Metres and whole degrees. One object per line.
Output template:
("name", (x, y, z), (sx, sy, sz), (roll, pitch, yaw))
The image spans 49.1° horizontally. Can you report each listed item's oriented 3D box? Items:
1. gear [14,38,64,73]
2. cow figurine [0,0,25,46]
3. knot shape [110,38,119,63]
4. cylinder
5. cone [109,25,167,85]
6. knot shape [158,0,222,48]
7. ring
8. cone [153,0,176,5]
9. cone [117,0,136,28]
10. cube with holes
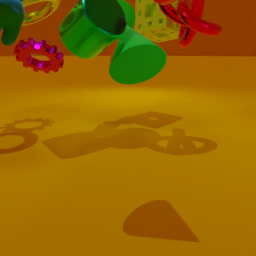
("gear", (-2.852, -2.295, 9.048), (1.517, 0.281, 1.517), (4, -21, 2))
("cow figurine", (-2.658, -2.784, 5.864), (1.744, 1.716, 0.957), (35, 9, 33))
("knot shape", (-0.051, -2.408, 9.366), (0.692, 1.402, 1.498), (6, -14, 44))
("cylinder", (-0.956, -2.755, 7.553), (1.348, 1.348, 1.348), (-15, -5, -42))
("cone", (0.087, -2.434, 8.141), (1.663, 1.669, 1.663), (-12, -25, -6))
("knot shape", (1.727, -3.002, 7.616), (0.948, 2.052, 1.920), (-34, 50, -1))
("ring", (-2.682, -3.345, 7.798), (1.695, 0.339, 1.695), (-25, 7, 3))
("cone", (0.943, -2.337, 4.377), (0.927, 0.927, 0.931), (-13, 36, -38))
("cone", (-0.380, -3.510, 8.937), (0.996, 0.996, 1.000), (-5, 20, -16))
("cube with holes", (1.224, -4.035, 10.090), (1.384, 1.384, 1.384), (4, 2, 43))
